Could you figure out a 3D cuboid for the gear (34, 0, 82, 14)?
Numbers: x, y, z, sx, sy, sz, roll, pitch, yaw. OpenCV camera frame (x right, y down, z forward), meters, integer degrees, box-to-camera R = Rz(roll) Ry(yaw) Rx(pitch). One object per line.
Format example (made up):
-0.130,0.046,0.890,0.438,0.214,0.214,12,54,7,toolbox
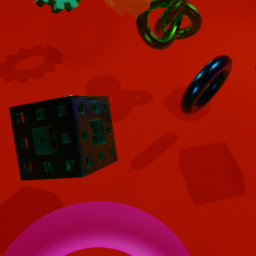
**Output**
-2.166,-4.414,8.067,0.381,2.061,2.061,-5,41,48,gear

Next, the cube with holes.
-1.025,0.134,4.722,1.184,1.184,1.184,-7,93,23,cube with holes

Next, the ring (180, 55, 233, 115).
1.789,-0.955,6.406,1.600,1.600,0.320,-38,68,-24,ring

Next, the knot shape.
1.160,-2.891,6.897,1.922,1.799,0.888,-15,52,-42,knot shape

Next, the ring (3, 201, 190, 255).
-0.297,1.705,2.673,2.025,0.405,2.025,0,93,-4,ring

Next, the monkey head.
0.014,-3.016,5.717,1.775,1.277,1.069,19,83,26,monkey head
